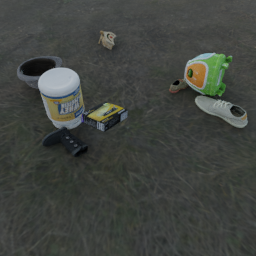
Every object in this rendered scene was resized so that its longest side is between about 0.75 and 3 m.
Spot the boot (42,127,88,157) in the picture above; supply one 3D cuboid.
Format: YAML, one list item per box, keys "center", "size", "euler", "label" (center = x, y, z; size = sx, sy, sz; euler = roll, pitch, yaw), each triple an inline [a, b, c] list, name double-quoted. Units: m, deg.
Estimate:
- center: [-2.488, 0.691, 11.069]
  size: [1.224, 0.488, 1.486]
  euler: [-37, 62, -27]
  label: "boot"

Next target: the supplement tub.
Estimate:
- center: [-2.663, -1.162, 11.538]
  size: [1.598, 2.209, 1.598]
  euler: [-1, 48, 1]
  label: "supplement tub"

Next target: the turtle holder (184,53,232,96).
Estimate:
- center: [3.751, -2.697, 13.120]
  size: [1.839, 1.968, 2.590]
  euler: [15, 51, 21]
  label: "turtle holder"

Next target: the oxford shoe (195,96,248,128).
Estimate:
- center: [4.125, -0.898, 12.328]
  size: [2.487, 0.718, 0.935]
  euler: [33, 59, 29]
  label: "oxford shoe"

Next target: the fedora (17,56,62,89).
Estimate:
- center: [-4.208, -2.611, 13.679]
  size: [2.230, 1.007, 1.972]
  euler: [-5, 46, 3]
  label: "fedora"

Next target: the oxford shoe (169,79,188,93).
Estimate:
- center: [2.580, -2.171, 13.628]
  size: [1.315, 0.492, 0.463]
  euler: [-34, 56, -27]
  label: "oxford shoe"

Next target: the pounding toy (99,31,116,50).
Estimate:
- center: [-1.188, -5.082, 16.391]
  size: [0.815, 0.818, 1.426]
  euler: [8, 51, -31]
  label: "pounding toy"

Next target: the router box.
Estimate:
- center: [-0.854, -0.452, 10.309]
  size: [1.101, 0.366, 1.400]
  euler: [21, 35, 27]
  label: "router box"
